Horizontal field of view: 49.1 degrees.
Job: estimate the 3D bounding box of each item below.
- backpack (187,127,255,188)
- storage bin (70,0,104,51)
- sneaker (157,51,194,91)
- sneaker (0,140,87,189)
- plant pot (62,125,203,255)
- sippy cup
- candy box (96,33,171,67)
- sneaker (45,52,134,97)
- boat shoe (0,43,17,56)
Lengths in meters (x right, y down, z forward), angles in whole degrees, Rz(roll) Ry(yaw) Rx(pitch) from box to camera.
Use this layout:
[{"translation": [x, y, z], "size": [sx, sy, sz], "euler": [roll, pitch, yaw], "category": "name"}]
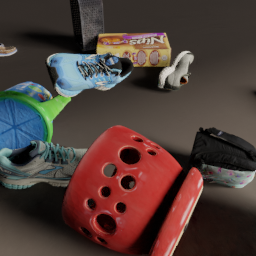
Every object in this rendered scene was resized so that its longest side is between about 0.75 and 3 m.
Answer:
[{"translation": [2.243, 0.752, 6.604], "size": [1.507, 0.954, 1.258], "euler": [14, 53, 14], "category": "backpack"}, {"translation": [-1.799, -4.738, 12.431], "size": [1.040, 2.218, 1.499], "euler": [-16, 41, -20], "category": "storage bin"}, {"translation": [1.934, -2.043, 10.297], "size": [0.910, 0.848, 2.295], "euler": [28, 52, 17], "category": "sneaker"}, {"translation": [-1.836, 0.775, 6.501], "size": [2.382, 1.028, 0.924], "euler": [-8, 39, -10], "category": "sneaker"}, {"translation": [0.191, 1.258, 5.136], "size": [1.926, 2.115, 2.115], "euler": [25, 44, 16], "category": "plant pot"}, {"translation": [-2.781, -0.360, 7.469], "size": [2.405, 1.888, 1.762], "euler": [8, 28, -5], "category": "sippy cup"}, {"translation": [0.217, -3.282, 11.731], "size": [2.944, 0.831, 1.717], "euler": [-1, 39, 1], "category": "candy box"}, {"translation": [-0.625, -1.156, 5.258], "size": [0.945, 0.823, 2.101], "euler": [-17, 4, 34], "category": "sneaker"}, {"translation": [-5.533, -3.399, 12.154], "size": [1.307, 0.473, 0.472], "euler": [-19, 42, -22], "category": "boat shoe"}]
